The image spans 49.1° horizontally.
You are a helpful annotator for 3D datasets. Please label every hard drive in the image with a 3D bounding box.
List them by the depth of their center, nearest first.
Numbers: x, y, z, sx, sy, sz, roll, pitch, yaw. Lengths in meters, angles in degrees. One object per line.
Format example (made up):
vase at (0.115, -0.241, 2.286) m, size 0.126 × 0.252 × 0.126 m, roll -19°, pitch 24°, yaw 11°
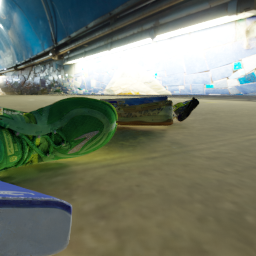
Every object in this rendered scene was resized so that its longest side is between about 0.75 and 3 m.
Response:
hard drive at (-1.696, 0.470, 1.994) m, size 1.600 × 0.308 × 2.426 m, roll 13°, pitch -12°, yaw -38°

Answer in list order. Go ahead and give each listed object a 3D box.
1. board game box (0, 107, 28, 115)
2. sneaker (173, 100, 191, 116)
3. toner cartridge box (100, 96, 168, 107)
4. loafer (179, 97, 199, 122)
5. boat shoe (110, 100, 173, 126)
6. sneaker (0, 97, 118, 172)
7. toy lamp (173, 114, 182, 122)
board game box at (-2.558, -0.305, 5.508) m, size 0.909 × 0.204 × 1.735 m, roll 9°, pitch -1°, yaw 9°
sneaker at (2.200, -0.725, 10.882) m, size 1.362 × 0.551 × 0.503 m, roll -18°, pitch -11°, yaw -39°
toner cartridge box at (0.306, -1.063, 12.646) m, size 2.960 × 0.639 × 1.406 m, roll -2°, pitch 4°, yaw 6°
loafer at (1.713, -0.534, 8.040) m, size 0.275 × 0.783 × 0.266 m, roll 38°, pitch 7°, yaw -9°
boat shoe at (0.216, -0.477, 8.704) m, size 2.415 × 0.757 × 0.885 m, roll 2°, pitch -5°, yaw 15°
sneaker at (-1.570, 0.220, 4.319) m, size 2.955 × 1.094 × 1.235 m, roll -10°, pitch 18°, yaw -10°
toy lamp at (1.724, -0.411, 10.443) m, size 0.298 × 0.298 × 1.023 m, roll -3°, pitch 6°, yaw -17°
